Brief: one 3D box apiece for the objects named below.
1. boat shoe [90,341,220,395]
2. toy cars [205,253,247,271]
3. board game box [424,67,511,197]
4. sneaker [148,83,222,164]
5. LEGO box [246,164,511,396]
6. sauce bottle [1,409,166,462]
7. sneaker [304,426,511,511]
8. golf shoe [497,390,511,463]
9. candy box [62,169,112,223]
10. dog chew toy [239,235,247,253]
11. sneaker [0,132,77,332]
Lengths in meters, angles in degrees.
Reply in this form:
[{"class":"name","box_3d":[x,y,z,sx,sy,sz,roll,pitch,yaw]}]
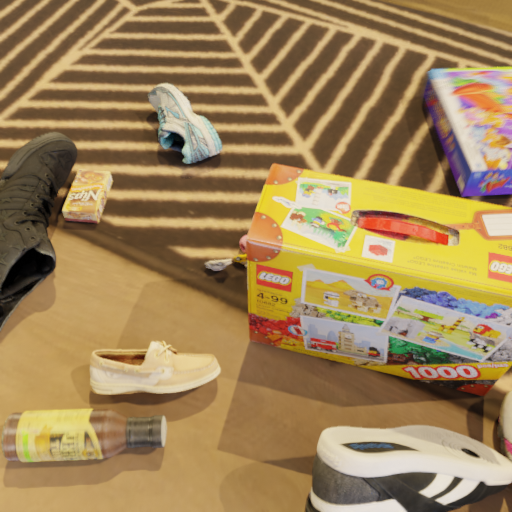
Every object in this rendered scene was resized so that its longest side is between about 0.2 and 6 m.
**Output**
[{"class":"boat shoe","box_3d":[-1.632,1.727,8.920,2.087,0.722,0.769,-5,14,-4]},{"class":"toy cars","box_3d":[-0.431,0.137,10.482,1.039,0.466,0.230,-12,97,-9]},{"class":"board game box","box_3d":[5.248,-2.811,12.251,2.280,0.759,3.391,-3,52,-2]},{"class":"sneaker","box_3d":[-1.819,-2.927,12.332,1.030,0.926,2.386,-35,61,-19]},{"class":"LEGO box","box_3d":[1.974,0.460,8.589,3.992,2.973,1.540,12,55,9]},{"class":"sauce bottle","box_3d":[-2.535,2.659,8.387,2.320,0.751,0.751,-3,54,-1]},{"class":"sneaker","box_3d":[2.013,3.390,7.741,3.235,1.810,1.182,13,8,-25]},{"class":"golf shoe","box_3d":[4.433,3.209,7.494,1.244,1.578,3.427,-8,53,-5]},{"class":"candy box","box_3d":[-3.433,-1.233,11.448,0.683,0.327,1.183,5,54,2]},{"class":"dog chew toy","box_3d":[-0.028,-0.278,10.769,0.588,0.366,0.366,-28,59,-27]},{"class":"sneaker","box_3d":[-4.297,-0.398,10.350,2.196,1.265,4.211,29,64,20]}]
